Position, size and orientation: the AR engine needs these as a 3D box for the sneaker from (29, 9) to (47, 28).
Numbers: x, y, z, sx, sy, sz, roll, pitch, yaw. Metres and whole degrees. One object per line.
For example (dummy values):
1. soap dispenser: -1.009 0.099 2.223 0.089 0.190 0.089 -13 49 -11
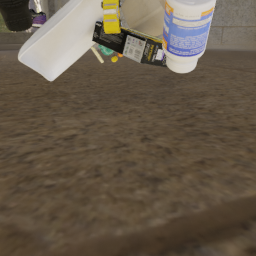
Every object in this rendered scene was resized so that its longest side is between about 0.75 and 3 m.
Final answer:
1. sneaker: -2.987 -3.313 8.404 1.174 0.514 0.445 8 14 6

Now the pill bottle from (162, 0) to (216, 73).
1. pill bottle: 1.105 -1.842 5.379 0.871 1.555 0.871 -1 54 1

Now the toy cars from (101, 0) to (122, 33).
1. toy cars: -0.093 -3.045 6.442 0.822 1.834 0.406 40 14 -2

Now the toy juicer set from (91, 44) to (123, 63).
1. toy juicer set: -0.711 -2.795 10.305 1.251 0.796 0.340 -20 32 -11

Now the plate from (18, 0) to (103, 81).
1. plate: -1.750 -2.761 8.337 2.929 0.473 2.923 -42 -3 0

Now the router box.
1. router box: 0.421 -2.613 8.863 2.069 0.687 2.631 -3 28 -40

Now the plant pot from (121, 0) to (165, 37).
1. plant pot: 0.696 -4.276 10.418 1.420 1.602 1.604 -29 -20 23

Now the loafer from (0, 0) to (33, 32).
1. loafer: -2.569 -2.964 6.029 0.820 0.801 2.246 -18 -8 -21
